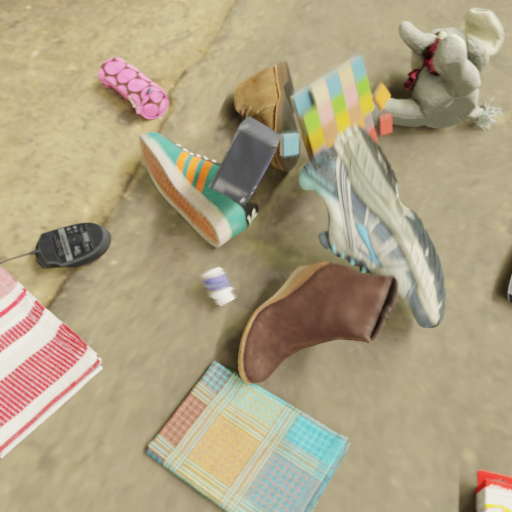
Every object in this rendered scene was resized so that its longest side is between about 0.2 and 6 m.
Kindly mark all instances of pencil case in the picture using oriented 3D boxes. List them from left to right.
[{"bbox_3d":[-2.855,-3.836,12.770,0.856,0.829,1.827,-36,58,-24],"label":"pencil case"}]

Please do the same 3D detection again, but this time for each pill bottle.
[{"bbox_3d":[-0.626,0.524,9.396,0.351,0.351,0.587,-26,84,-19],"label":"pill bottle"}]

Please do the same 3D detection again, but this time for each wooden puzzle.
[{"bbox_3d":[1.473,-2.355,9.785,2.844,1.687,0.200,-39,35,-26],"label":"wooden puzzle"}]

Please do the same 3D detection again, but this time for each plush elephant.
[{"bbox_3d":[3.891,-4.091,12.015,3.008,2.477,2.329,8,62,-31],"label":"plush elephant"}]

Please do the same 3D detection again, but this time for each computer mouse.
[{"bbox_3d":[-4.012,0.087,9.921,2.925,0.498,0.857,-16,60,-13],"label":"computer mouse"}]

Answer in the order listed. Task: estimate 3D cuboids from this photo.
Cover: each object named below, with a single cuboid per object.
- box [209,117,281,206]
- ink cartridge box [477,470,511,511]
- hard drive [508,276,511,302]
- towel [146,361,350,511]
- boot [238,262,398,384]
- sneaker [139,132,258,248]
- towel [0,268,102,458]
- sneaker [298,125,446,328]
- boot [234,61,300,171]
[{"bbox_3d":[-0.156,-1.589,9.290,0.705,1.134,1.143,27,22,-4],"label":"box"},{"bbox_3d":[3.326,3.432,7.452,0.665,0.385,1.144,11,53,8],"label":"ink cartridge box"},{"bbox_3d":[5.059,0.377,9.825,1.054,0.331,1.563,26,57,18],"label":"hard drive"},{"bbox_3d":[-0.114,2.756,8.054,2.431,0.264,1.783,27,57,20],"label":"towel"},{"bbox_3d":[0.867,1.045,8.273,1.889,0.821,2.271,7,58,48],"label":"boot"},{"bbox_3d":[-1.130,-1.452,10.841,1.160,1.036,2.904,-32,68,-24],"label":"sneaker"},{"bbox_3d":[-4.089,1.554,8.945,2.795,0.318,2.013,34,61,23],"label":"towel"},{"bbox_3d":[1.864,-0.290,8.892,1.445,3.347,1.299,-27,5,26],"label":"sneaker"},{"bbox_3d":[0.220,-2.891,11.982,1.266,1.235,3.356,-11,45,11],"label":"boot"}]
